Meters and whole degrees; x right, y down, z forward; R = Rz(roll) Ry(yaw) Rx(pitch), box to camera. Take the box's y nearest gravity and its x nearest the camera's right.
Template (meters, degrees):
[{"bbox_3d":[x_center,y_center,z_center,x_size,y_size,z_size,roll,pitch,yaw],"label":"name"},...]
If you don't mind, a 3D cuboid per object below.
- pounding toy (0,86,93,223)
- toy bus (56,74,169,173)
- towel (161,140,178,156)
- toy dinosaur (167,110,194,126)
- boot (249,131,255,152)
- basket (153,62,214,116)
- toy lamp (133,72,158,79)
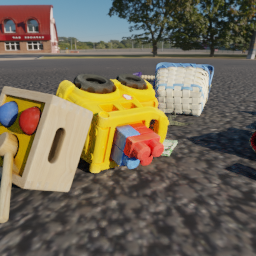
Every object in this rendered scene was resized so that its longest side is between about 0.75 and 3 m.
[{"bbox_3d":[-1.968,0.401,5.457,2.012,2.186,1.554,13,-6,36],"label":"pounding toy"},{"bbox_3d":[-0.005,-0.039,7.081,2.941,1.996,2.824,-11,33,-39],"label":"toy bus"},{"bbox_3d":[0.902,0.513,7.923,0.823,0.126,1.078,6,18,20],"label":"towel"},{"bbox_3d":[1.424,-0.294,10.073,1.736,0.412,0.765,1,32,2],"label":"toy dinosaur"},{"bbox_3d":[4.755,0.435,6.662,2.264,1.082,2.998,-9,14,-20],"label":"boot"},{"bbox_3d":[2.245,-1.891,11.925,2.550,2.012,2.892,6,49,17],"label":"basket"},{"bbox_3d":[1.572,-3.695,20.414,2.536,0.738,0.738,7,18,15],"label":"toy lamp"}]
